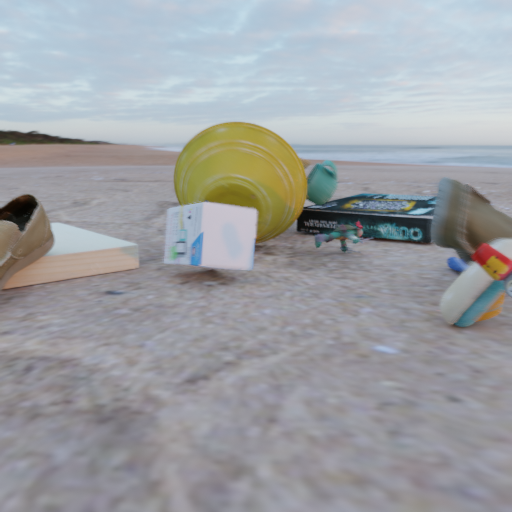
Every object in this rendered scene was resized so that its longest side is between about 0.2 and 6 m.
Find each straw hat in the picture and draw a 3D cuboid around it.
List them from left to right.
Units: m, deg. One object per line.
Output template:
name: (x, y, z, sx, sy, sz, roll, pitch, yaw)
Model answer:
straw hat: (0.010, -1.117, 12.175, 2.910, 1.231, 2.910, -15, -2, -1)

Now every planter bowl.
planter bowl: (-0.367, -1.034, 10.099, 2.529, 2.529, 1.053, 1, 32, 7)

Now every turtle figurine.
turtle figurine: (1.569, -0.317, 10.085, 0.979, 0.493, 0.733, -6, -18, 0)

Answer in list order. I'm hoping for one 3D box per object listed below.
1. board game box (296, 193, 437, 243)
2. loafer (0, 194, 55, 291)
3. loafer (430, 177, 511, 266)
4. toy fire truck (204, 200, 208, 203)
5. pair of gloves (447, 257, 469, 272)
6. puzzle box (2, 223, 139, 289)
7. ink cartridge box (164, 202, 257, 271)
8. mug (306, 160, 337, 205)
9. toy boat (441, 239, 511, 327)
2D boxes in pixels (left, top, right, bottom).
board game box: (3.244, -1.007, 13.517, 2.990, 0.622, 4.421, 6, 13, 29)
loafer: (-3.489, -0.052, 6.998, 0.970, 0.861, 2.552, 10, 30, 8)
loafer: (2.944, -0.399, 7.296, 0.826, 0.891, 2.370, 7, -7, 36)
toy fire truck: (-1.321, -1.378, 14.070, 0.987, 1.122, 0.722, -1, 12, -4)
pair of gloves: (4.258, 0.226, 8.380, 2.529, 0.288, 2.033, 1, 13, 9)
puzzle box: (-3.775, -0.101, 9.553, 2.212, 0.423, 3.324, -10, 15, -39)
ink cartridge box: (-0.705, -0.264, 8.341, 0.895, 0.899, 1.225, 6, -3, -32)
mug: (1.391, -1.508, 11.923, 0.603, 0.801, 0.975, 30, -10, -7)
toy boat: (2.533, 0.305, 5.946, 0.660, 1.194, 1.420, 44, -1, 20)
